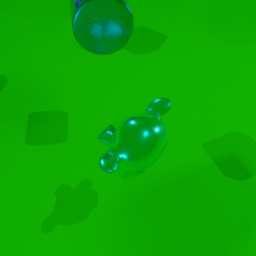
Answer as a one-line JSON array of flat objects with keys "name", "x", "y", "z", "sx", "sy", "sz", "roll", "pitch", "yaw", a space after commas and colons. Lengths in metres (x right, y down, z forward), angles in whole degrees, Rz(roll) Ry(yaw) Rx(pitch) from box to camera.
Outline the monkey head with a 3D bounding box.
[{"name": "monkey head", "x": 0.017, "y": 0.153, "z": 4.388, "sx": 1.162, "sy": 0.973, "sz": 1.615, "roll": 31, "pitch": 60, "yaw": 21}]

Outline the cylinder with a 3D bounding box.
[{"name": "cylinder", "x": -0.496, "y": -2.046, "z": 5.074, "sx": 1.054, "sy": 1.054, "sz": 1.054, "roll": -8, "pitch": 45, "yaw": -6}]
